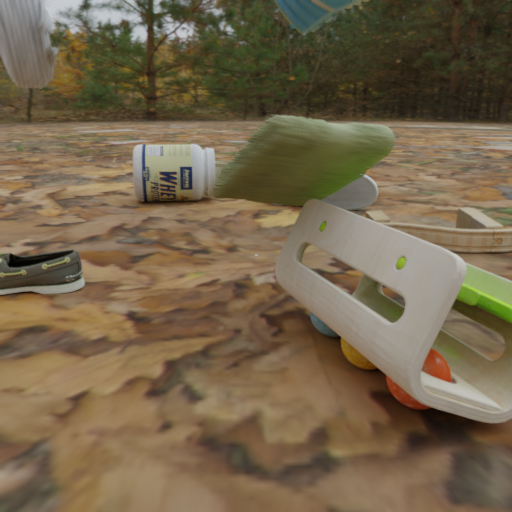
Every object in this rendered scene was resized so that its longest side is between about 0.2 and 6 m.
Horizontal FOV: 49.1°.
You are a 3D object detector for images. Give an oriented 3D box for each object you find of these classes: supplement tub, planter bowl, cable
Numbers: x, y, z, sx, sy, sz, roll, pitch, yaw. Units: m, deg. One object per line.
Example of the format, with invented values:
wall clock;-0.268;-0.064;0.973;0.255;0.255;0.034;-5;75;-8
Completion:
supplement tub;-1.859;-1.895;12.802;1.796;1.302;1.302;-2;17;-7
planter bowl;-0.782;-2.059;14.384;1.088;0.732;1.088;0;16;0
cable;-2.420;-2.356;5.657;0.460;1.328;1.329;-18;-7;-22

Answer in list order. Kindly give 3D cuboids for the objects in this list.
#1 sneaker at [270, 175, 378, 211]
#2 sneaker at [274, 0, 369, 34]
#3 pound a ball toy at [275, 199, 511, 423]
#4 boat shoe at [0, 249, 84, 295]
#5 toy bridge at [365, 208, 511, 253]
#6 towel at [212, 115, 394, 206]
sneaker;1.591;-1.637;12.600;2.552;0.940;1.475;6;21;24
sneaker;1.286;-3.691;7.543;2.514;1.000;1.641;-6;-14;-34
pound a ball toy;1.587;0.618;5.049;1.967;1.281;3.016;21;8;-24
boat shoe;-3.092;0.197;7.149;1.708;0.511;0.611;-2;17;-8
toy bridge;3.697;-0.418;9.279;3.578;0.487;1.203;-1;19;-4
towel;0.389;-0.915;5.705;1.358;0.334;1.831;1;-13;-22
